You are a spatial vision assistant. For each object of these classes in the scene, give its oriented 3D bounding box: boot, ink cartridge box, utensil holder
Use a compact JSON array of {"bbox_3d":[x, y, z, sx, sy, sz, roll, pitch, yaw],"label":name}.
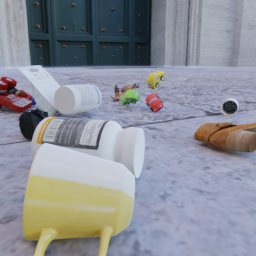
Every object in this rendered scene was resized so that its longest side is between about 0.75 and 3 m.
[{"bbox_3d":[3.134,0.159,8.139,2.173,0.833,1.687,-23,22,-39],"label":"boot"},{"bbox_3d":[-3.553,-1.628,11.969,0.544,2.302,1.842,-42,3,20],"label":"ink cartridge box"},{"bbox_3d":[4.305,-0.899,11.817,0.687,0.687,0.808,7,15,22],"label":"utensil holder"}]

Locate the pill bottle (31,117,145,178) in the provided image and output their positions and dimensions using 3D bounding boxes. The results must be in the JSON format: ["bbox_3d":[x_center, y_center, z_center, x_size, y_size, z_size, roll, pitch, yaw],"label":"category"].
[{"bbox_3d":[-0.802,0.440,5.970,2.177,1.267,1.267,5,16,14],"label":"pill bottle"}]

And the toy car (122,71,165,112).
[{"bbox_3d":[0.595,-1.614,13.140,2.303,0.546,2.447,-14,49,29],"label":"toy car"}]

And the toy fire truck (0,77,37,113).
[{"bbox_3d":[-5.343,-1.397,13.037,1.913,1.277,2.278,24,16,-3],"label":"toy fire truck"}]

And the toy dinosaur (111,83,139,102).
[{"bbox_3d":[-0.124,-2.037,15.622,1.439,0.911,2.123,-4,9,9],"label":"toy dinosaur"}]

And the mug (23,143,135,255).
[{"bbox_3d":[-0.657,1.146,4.076,1.393,1.697,1.359,8,-17,-5],"label":"mug"}]

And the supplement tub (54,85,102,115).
[{"bbox_3d":[-1.993,-1.186,11.412,1.158,1.158,1.755,9,12,28],"label":"supplement tub"}]

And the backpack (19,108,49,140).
[{"bbox_3d":[-2.927,-0.161,8.837,0.735,0.969,1.161,-2,9,8],"label":"backpack"}]
